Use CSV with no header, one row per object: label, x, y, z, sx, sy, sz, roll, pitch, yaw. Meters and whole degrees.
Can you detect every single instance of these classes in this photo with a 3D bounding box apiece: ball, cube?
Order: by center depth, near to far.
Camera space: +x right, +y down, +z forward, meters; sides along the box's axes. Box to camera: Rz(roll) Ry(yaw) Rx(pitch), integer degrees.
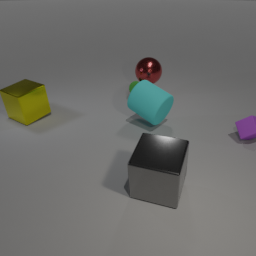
cube,0.891,1.179,8.004,1.400,1.400,1.400,10,40,17
cube,4.643,0.001,10.646,0.700,0.700,0.700,7,-26,-44
cube,-4.530,-1.184,12.452,1.400,1.400,1.400,19,40,32
ball,1.064,-2.943,14.486,1.400,1.400,1.400,0,28,0

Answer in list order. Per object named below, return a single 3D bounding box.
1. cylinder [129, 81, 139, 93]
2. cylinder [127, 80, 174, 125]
cylinder,0.489,-2.026,14.601,0.700,0.700,0.700,12,-1,21
cylinder,0.928,-1.056,11.571,1.400,1.400,1.400,35,41,23
